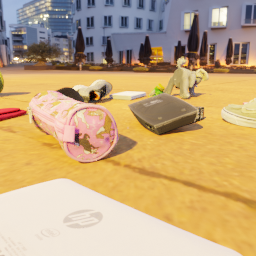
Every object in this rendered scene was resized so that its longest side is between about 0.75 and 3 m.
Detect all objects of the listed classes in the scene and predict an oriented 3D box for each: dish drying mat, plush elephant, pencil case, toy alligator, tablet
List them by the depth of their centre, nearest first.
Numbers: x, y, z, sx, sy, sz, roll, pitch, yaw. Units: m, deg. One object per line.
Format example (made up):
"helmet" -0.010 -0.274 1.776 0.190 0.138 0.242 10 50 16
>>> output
"tablet" -0.627 0.978 2.478 1.745 0.183 2.682 -12 14 -41
"pencil case" -1.220 -0.138 5.706 1.125 1.077 2.601 -35 28 -21
"dish drying mat" -4.330 -0.310 8.193 1.081 0.256 2.814 4 14 20
"toy alligator" 1.354 -1.467 12.418 0.663 0.725 2.444 41 16 -2
"plush elephant" 3.005 -2.325 14.075 1.624 2.098 1.728 13 -3 -33

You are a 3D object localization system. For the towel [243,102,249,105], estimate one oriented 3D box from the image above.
"towel" 5.113 -0.776 10.236 1.186 0.242 1.620 -2 13 -5

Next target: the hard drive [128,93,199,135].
"hard drive" 0.870 -0.413 7.456 1.325 0.416 1.964 -19 24 -12

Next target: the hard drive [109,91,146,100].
"hard drive" 0.011 -1.598 13.766 1.157 0.234 1.753 6 14 25

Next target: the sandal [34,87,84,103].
"sandal" -2.350 -0.915 9.495 0.484 0.807 2.148 -35 -11 34

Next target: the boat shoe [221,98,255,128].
"boat shoe" 3.578 -0.412 7.451 0.913 0.787 2.538 -7 15 -28

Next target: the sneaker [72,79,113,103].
"sneaker" -1.385 -1.507 12.266 0.978 0.911 2.466 18 26 27

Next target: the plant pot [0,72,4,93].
"plant pot" -7.338 -2.167 13.427 1.892 1.892 1.797 4 26 17

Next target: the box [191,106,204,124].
"box" 1.719 -0.415 8.331 0.754 0.396 0.921 11 17 38
